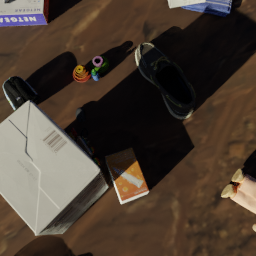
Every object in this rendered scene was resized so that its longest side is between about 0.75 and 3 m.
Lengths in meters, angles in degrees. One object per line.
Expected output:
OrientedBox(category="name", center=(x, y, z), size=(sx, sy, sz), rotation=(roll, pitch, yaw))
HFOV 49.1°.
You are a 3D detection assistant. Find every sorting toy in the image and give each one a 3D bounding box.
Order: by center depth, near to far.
OrientedBox(category="sorting toy", center=(-1.238, 0.579, 8.097), size=(0.236, 0.673, 1.397), rotation=(-29, 73, -30))
OrientedBox(category="sorting toy", center=(-1.194, -1.930, 9.008), size=(1.257, 0.516, 0.755), rotation=(-35, 73, -5))

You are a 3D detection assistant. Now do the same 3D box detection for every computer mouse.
OrientedBox(category="computer mouse", center=(-1.417, -0.159, 8.603), size=(0.317, 0.184, 1.080), rotation=(-11, 71, -5))

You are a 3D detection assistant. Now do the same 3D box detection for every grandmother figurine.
OrientedBox(category="grandmother figurine", center=(3.977, 2.146, 7.491), size=(2.639, 0.799, 1.600), rotation=(35, 101, 9))

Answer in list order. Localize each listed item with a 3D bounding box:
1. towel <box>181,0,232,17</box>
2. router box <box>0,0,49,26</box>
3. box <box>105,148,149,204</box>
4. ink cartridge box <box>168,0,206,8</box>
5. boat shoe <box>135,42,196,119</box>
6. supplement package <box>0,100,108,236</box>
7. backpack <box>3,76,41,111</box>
OrientedBox(category="towel", center=(3.042, -5.284, 10.490), size=(1.807, 0.298, 2.496), rotation=(13, 69, 7))
OrientedBox(category="router box", center=(-4.074, -4.716, 10.065), size=(2.377, 0.581, 2.134), rotation=(-3, 70, -1))
OrientedBox(category="box", center=(-0.042, 1.331, 7.795), size=(0.808, 0.633, 1.299), rotation=(-19, 71, -9))
OrientedBox(category="ink cartridge box", center=(2.519, -5.812, 10.232), size=(2.462, 0.618, 2.837), rotation=(-8, 66, 3))
OrientedBox(category="boat shoe", center=(1.186, -1.686, 8.786), size=(1.048, 0.885, 2.940), rotation=(-29, 72, -10))
OrientedBox(category="supplement package", center=(-1.966, 1.109, 6.913), size=(2.364, 2.472, 1.818), rotation=(43, 75, 13))
OrientedBox(category="backpack", center=(-3.362, -1.066, 8.675), size=(0.893, 0.842, 1.095), rotation=(-40, 97, -11))
